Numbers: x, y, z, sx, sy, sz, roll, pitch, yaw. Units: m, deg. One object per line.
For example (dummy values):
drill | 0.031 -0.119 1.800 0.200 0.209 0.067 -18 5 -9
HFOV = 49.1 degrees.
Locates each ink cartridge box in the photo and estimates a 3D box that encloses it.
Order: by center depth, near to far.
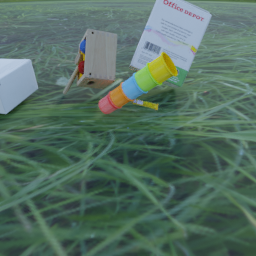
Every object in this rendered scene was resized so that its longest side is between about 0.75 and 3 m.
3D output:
ink cartridge box | 1.502 -3.164 10.414 2.030 2.803 1.177 22 5 -5

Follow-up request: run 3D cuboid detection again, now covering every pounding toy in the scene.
pounding toy | -1.396 -2.185 9.915 1.446 1.872 2.034 4 -4 -20

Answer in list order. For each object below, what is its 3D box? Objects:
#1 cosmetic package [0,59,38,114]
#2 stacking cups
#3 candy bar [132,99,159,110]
cosmetic package | -4.550 -1.507 9.631 1.961 1.205 1.955 5 34 17
stacking cups | 0.177 -1.294 8.537 2.655 0.803 0.803 -27 16 31
candy bar | 0.567 -0.777 9.126 0.865 0.216 0.096 13 -8 0
